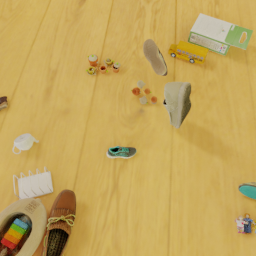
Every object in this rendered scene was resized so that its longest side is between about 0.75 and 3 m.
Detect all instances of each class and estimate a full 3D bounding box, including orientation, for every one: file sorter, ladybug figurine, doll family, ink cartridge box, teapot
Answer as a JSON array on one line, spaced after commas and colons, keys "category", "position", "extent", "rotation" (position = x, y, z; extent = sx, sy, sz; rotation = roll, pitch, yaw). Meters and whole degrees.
[{"category": "file sorter", "position": [-3.453, 1.991, 10.155], "extent": [1.208, 0.752, 0.838], "rotation": [-14, 61, -7]}, {"category": "ladybug figurine", "position": [-3.617, 3.504, 9.199], "extent": [1.739, 0.921, 2.562], "rotation": [28, 64, 15]}, {"category": "doll family", "position": [4.253, 3.316, 9.643], "extent": [1.119, 0.504, 0.695], "rotation": [1, 67, 21]}, {"category": "ink cartridge box", "position": [4.491, -4.483, 13.731], "extent": [2.736, 0.811, 1.420], "rotation": [24, 63, 13]}, {"category": "teapot", "position": [-4.067, 0.626, 11.046], "extent": [0.779, 0.569, 0.769], "rotation": [-9, 30, 15]}]

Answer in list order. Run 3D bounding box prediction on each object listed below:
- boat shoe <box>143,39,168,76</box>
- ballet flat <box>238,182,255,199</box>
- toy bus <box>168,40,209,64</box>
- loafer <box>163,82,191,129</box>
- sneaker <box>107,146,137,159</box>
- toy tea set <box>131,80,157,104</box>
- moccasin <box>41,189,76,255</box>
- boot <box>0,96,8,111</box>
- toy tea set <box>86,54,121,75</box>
[{"category": "boat shoe", "position": [1.217, -3.052, 12.294], "extent": [0.670, 0.604, 1.863], "rotation": [-31, 68, 18]}, {"category": "ballet flat", "position": [4.969, 2.310, 10.097], "extent": [1.989, 0.703, 0.703], "rotation": [17, 62, 10]}, {"category": "toy bus", "position": [2.844, -3.620, 13.316], "extent": [1.781, 0.697, 0.580], "rotation": [22, 63, 12]}, {"category": "loafer", "position": [1.829, -0.926, 10.625], "extent": [0.903, 2.645, 1.001], "rotation": [27, 65, 20]}, {"category": "sneaker", "position": [-0.245, 0.911, 10.877], "extent": [1.181, 0.539, 0.458], "rotation": [-7, 61, -5]}, {"category": "toy tea set", "position": [0.725, -1.474, 12.295], "extent": [0.752, 0.468, 1.265], "rotation": [-41, 86, 15]}, {"category": "moccasin", "position": [-2.261, 3.280, 9.171], "extent": [0.943, 0.995, 2.577], "rotation": [25, 61, -14]}, {"category": "boot", "position": [-5.635, -1.035, 12.172], "extent": [0.819, 0.296, 0.682], "rotation": [-17, 50, -8]}, {"category": "toy tea set", "position": [-1.162, -3.010, 13.028], "extent": [1.639, 0.607, 0.975], "rotation": [-3, 61, -2]}]
